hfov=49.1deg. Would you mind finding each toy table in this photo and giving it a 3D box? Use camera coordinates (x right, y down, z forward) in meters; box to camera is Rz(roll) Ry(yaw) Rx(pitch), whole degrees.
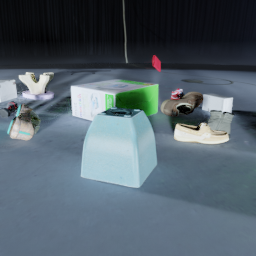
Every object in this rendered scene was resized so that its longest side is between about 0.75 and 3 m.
[{"bbox_3d":[-5.387,-2.538,16.659,2.368,1.387,2.177,10,19,28],"label":"toy table"}]

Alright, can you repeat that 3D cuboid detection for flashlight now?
[{"bbox_3d":[-5.328,-0.838,12.446,0.485,0.487,1.434,0,16,-3],"label":"flashlight"}]

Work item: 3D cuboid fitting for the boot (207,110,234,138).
[{"bbox_3d":[2.746,-0.172,9.358,1.443,0.942,0.489,4,17,12],"label":"boot"}]

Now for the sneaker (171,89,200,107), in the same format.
[{"bbox_3d":[2.846,-1.499,14.005,1.540,0.866,0.549,10,19,32],"label":"sneaker"}]

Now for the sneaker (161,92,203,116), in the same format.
[{"bbox_3d":[2.649,-0.941,12.513,2.527,0.890,0.954,-18,37,-31],"label":"sneaker"}]

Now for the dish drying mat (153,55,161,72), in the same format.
[{"bbox_3d":[1.067,-2.380,10.381,0.096,0.404,1.052,-1,0,17],"label":"dish drying mat"}]

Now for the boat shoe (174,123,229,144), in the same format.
[{"bbox_3d":[2.351,0.131,8.944,1.717,0.594,0.633,2,16,6],"label":"boat shoe"}]

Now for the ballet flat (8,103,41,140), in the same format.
[{"bbox_3d":[-3.578,-0.173,9.893,0.896,0.907,2.664,17,16,-19],"label":"ballet flat"}]

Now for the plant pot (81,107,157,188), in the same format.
[{"bbox_3d":[-0.168,0.321,6.706,1.479,1.506,1.475,7,17,21],"label":"plant pot"}]

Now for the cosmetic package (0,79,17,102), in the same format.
[{"bbox_3d":[-7.959,-2.164,15.856,2.790,1.132,1.574,6,18,15],"label":"cosmetic package"}]

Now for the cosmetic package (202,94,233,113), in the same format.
[{"bbox_3d":[4.087,-1.100,12.844,0.561,0.780,1.383,-7,16,-24],"label":"cosmetic package"}]

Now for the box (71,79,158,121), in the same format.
[{"bbox_3d":[-0.527,-1.175,12.062,2.537,1.390,2.875,16,23,38],"label":"box"}]
